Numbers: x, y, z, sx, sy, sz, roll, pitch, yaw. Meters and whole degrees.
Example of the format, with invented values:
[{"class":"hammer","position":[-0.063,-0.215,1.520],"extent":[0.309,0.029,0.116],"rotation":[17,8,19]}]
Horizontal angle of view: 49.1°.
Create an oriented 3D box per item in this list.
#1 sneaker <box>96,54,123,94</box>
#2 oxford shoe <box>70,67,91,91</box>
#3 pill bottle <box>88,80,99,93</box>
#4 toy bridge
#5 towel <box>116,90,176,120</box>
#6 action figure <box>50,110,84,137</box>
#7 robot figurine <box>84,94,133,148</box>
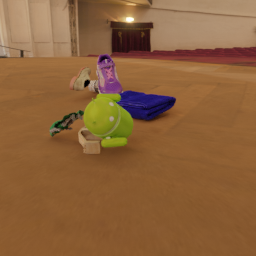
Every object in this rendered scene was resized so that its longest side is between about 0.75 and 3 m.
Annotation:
[{"class":"sneaker","position":[-0.814,-2.161,11.286],"extent":[0.953,1.048,2.371],"rotation":[-9,47,-11]},{"class":"oxford shoe","position":[-1.677,-1.848,10.764],"extent":[0.597,0.572,1.617],"rotation":[17,41,5]},{"class":"pill bottle","position":[-1.183,-1.796,12.122],"extent":[0.966,0.546,0.546],"rotation":[7,18,22]},{"class":"toy bridge","position":[-0.774,0.121,6.326],"extent":[0.623,0.252,1.853],"rotation":[-1,18,5]},{"class":"towel","position":[0.308,-0.793,8.541],"extent":[1.429,0.479,1.935],"rotation":[-29,30,-36]},{"class":"action figure","position":[-1.428,-0.055,6.181],"extent":[1.008,0.276,0.595],"rotation":[-29,-13,37]},{"class":"robot figurine","position":[-0.358,-0.130,5.283],"extent":[0.705,1.070,1.220],"rotation":[-14,-22,21]}]
